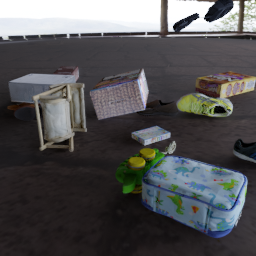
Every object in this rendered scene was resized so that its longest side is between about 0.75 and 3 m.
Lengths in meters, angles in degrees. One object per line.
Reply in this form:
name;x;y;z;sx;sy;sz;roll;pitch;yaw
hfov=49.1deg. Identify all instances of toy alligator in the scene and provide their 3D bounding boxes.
toy alligator;0.404;0.897;7.386;0.737;0.805;2.716;13;26;29

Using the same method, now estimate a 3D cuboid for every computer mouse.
computer mouse;2.378;-3.618;8.859;2.621;0.446;0.768;-27;-7;-27

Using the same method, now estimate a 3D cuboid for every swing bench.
swing bench;-2.155;-0.417;9.243;1.174;1.801;1.810;2;23;6

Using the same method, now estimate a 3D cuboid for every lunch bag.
lunch bag;1.473;1.371;6.205;2.068;0.853;1.663;13;27;29

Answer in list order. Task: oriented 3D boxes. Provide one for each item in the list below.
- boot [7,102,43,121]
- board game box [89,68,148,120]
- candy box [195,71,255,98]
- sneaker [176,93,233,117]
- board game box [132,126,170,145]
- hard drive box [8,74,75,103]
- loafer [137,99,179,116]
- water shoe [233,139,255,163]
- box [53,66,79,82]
boot;-4.513;-0.830;11.814;1.708;0.585;1.608;13;27;30
board game box;-0.265;-1.530;12.032;1.998;1.214;2.506;-11;21;13
candy box;5.302;-2.380;15.196;2.921;0.825;1.704;-17;29;-31
sneaker;3.192;-0.939;11.703;2.321;0.875;0.887;3;23;11
board game box;0.800;0.246;9.738;1.121;0.192;0.753;-15;27;-31
hard drive box;-4.201;-1.997;14.014;2.602;0.999;2.028;6;23;13
loafer;1.197;-0.928;11.868;1.881;0.671;0.686;2;23;10
water shoe;3.811;0.707;8.157;1.431;0.565;0.512;13;26;28
box;-3.756;-3.175;17.080;1.137;0.851;2.271;0;25;-1
